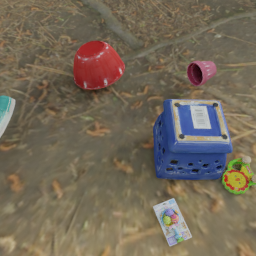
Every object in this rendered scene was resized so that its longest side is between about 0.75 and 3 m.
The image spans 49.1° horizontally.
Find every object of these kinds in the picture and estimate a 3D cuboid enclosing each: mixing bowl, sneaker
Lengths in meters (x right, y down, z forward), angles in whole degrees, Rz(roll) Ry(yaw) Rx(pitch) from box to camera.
[{"bbox_3d":[-1.074,-2.236,9.305,1.821,0.986,1.821,-7,48,8],"label":"mixing bowl"},{"bbox_3d":[-3.841,0.288,6.603,1.038,1.162,2.909,-2,55,58],"label":"sneaker"}]

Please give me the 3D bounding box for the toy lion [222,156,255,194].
[{"bbox_3d":[2.826,1.224,7.163,0.890,0.319,0.928,-11,50,1],"label":"toy lion"}]

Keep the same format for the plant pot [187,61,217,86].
[{"bbox_3d":[2.383,-1.797,8.918,0.700,0.782,0.782,-22,53,-22],"label":"plant pot"}]

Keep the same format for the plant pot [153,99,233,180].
[{"bbox_3d":[1.579,0.220,7.002,1.701,1.529,1.701,1,55,-3],"label":"plant pot"}]

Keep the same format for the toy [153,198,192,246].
[{"bbox_3d":[0.993,2.093,6.320,0.541,0.222,0.940,-21,62,-5],"label":"toy"}]
